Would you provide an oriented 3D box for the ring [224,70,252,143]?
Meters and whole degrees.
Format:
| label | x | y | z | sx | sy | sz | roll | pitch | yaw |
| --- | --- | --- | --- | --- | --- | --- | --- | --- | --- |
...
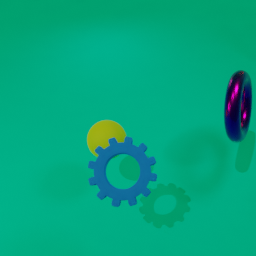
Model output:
| label | x | y | z | sx | sy | sz | roll | pitch | yaw |
| --- | --- | --- | --- | --- | --- | --- | --- | --- | --- |
| ring | 2.361 | -0.452 | 5.949 | 0.307 | 1.533 | 1.533 | 5 | 45 | 33 |

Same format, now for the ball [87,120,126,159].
| label | x | y | z | sx | sy | sz | roll | pitch | yaw |
| --- | --- | --- | --- | --- | --- | --- | --- | --- | --- |
| ball | -0.460 | 0.257 | 6.120 | 0.860 | 0.860 | 0.860 | 0 | 48 | 0 |

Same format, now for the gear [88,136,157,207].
| label | x | y | z | sx | sy | sz | roll | pitch | yaw |
| --- | --- | --- | --- | --- | --- | --- | --- | --- | --- |
| gear | -0.091 | 0.736 | 4.772 | 1.156 | 0.214 | 1.156 | -1 | 79 | 4 |
